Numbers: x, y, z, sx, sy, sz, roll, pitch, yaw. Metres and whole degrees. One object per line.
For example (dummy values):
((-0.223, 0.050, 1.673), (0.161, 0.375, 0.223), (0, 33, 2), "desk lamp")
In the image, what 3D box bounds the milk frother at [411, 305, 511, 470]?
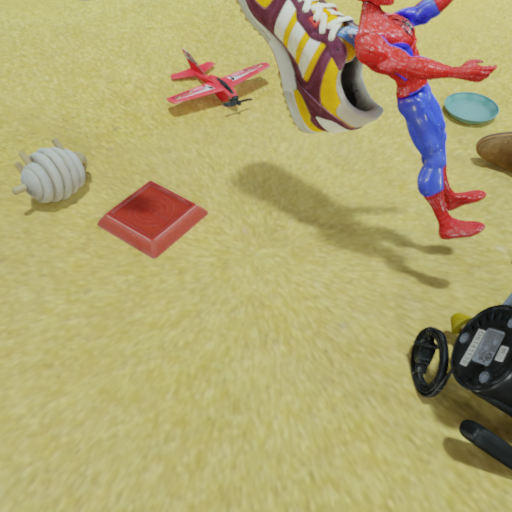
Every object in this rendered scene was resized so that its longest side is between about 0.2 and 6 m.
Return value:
((2.939, 1.461, 6.638), (1.654, 1.587, 1.758), (32, 12, -17), "milk frother")

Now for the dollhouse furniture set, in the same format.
((3.632, 0.078, 7.196), (2.237, 2.112, 1.460), (-8, 46, -23), "dollhouse furniture set")

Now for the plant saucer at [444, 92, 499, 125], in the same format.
((4.333, -2.953, 11.327), (1.067, 0.192, 1.067), (0, 48, 0), "plant saucer")

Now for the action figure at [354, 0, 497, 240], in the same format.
((2.318, -1.901, 6.498), (1.704, 3.442, 1.123), (-18, 33, 33), "action figure")

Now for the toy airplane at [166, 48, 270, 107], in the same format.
((-0.998, -3.708, 11.854), (2.418, 0.445, 2.418), (-1, 48, 2), "toy airplane")

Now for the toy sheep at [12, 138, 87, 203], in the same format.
((-3.431, -1.360, 9.327), (0.996, 0.996, 1.445), (32, 50, 26), "toy sheep")

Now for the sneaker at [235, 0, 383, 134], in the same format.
((0.735, -2.890, 7.018), (1.285, 2.852, 1.069), (5, 46, 45), "sneaker")

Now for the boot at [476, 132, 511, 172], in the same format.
((4.837, -1.554, 9.722), (2.065, 0.760, 0.779), (19, 61, 14), "boot")

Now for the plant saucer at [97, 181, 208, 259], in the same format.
((-1.704, -0.689, 9.192), (1.334, 0.245, 1.337), (29, 53, 24), "plant saucer")
